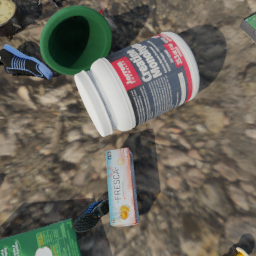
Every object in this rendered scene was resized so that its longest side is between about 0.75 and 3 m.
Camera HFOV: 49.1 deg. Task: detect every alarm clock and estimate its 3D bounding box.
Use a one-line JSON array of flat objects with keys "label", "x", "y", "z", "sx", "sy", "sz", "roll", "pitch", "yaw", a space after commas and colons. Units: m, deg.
[{"label": "alarm clock", "x": -4.183, "y": -3.693, "z": 8.994, "sx": 1.346, "sy": 0.664, "sz": 1.996, "roll": -21, "pitch": 70, "yaw": -8}]

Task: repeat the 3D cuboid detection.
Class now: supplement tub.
[{"label": "supplement tub", "x": 0.231, "y": -1.106, "z": 7.176, "sx": 2.727, "sy": 1.914, "sz": 1.914, "roll": -26, "pitch": 69, "yaw": -11}]

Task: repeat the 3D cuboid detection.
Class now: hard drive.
[{"label": "hard drive", "x": 4.891, "y": -3.328, "z": 8.973, "sx": 2.138, "sy": 0.404, "sz": 1.494, "roll": -31, "pitch": 70, "yaw": -13}]

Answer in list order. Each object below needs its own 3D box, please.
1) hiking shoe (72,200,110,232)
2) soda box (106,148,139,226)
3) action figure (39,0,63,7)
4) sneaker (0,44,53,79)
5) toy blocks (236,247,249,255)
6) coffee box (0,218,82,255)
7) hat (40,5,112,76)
[{"label": "hiking shoe", "x": -0.867, "y": 2.043, "z": 6.491, "sx": 1.063, "sy": 0.461, "sz": 0.396, "roll": -25, "pitch": 96, "yaw": -35}, {"label": "soda box", "x": -0.137, "y": 1.405, "z": 6.672, "sx": 0.602, "sy": 0.559, "sz": 1.760, "roll": -9, "pitch": 67, "yaw": 9}, {"label": "action figure", "x": -2.290, "y": -4.904, "z": 9.342, "sx": 2.021, "sy": 1.031, "sz": 1.201, "roll": -40, "pitch": 83, "yaw": -17}, {"label": "sneaker", "x": -3.087, "y": -1.757, "z": 8.218, "sx": 1.855, "sy": 0.650, "sz": 0.722, "roll": 28, "pitch": 77, "yaw": 15}, {"label": "toy blocks", "x": 2.381, "y": 3.309, "z": 6.117, "sx": 1.042, "sy": 0.378, "sz": 0.868, "roll": -37, "pitch": 71, "yaw": -15}, {"label": "coffee box", "x": -2.231, "y": 3.033, "z": 5.848, "sx": 2.553, "sy": 0.561, "sz": 1.570, "roll": -13, "pitch": 66, "yaw": -20}, {"label": "hat", "x": -1.687, "y": -2.856, "z": 8.219, "sx": 1.946, "sy": 2.350, "sz": 2.068, "roll": -54, "pitch": 49, "yaw": 21}]
